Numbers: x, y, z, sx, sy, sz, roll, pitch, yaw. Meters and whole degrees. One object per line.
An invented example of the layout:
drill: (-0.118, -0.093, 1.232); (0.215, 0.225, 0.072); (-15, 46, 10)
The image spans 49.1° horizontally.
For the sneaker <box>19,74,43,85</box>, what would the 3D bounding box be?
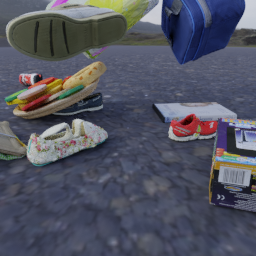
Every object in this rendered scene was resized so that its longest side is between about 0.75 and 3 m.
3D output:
sneaker: (-4.321, -2.078, 12.304); (0.932, 0.581, 1.739); (-4, 16, -9)

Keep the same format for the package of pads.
package of pads: (-0.654, -3.230, 7.373); (1.934, 2.504, 0.854); (49, 1, 26)

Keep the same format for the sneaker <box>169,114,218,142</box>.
sneaker: (1.579, -0.054, 6.489); (1.376, 0.584, 0.530); (-9, 21, -25)

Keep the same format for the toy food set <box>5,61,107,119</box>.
toy food set: (-2.112, -1.087, 8.195); (2.784, 0.677, 2.755); (-1, 30, 40)

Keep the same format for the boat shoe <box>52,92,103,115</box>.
boat shoe: (-1.516, -0.750, 8.557); (1.696, 0.524, 0.635); (-12, 25, -29)

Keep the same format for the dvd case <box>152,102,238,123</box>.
dvd case: (1.910, -0.504, 8.377); (2.146, 0.188, 1.531); (-2, 20, -6)

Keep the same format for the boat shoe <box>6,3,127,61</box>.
boat shoe: (-1.099, -1.758, 5.009); (2.211, 0.826, 0.756); (-17, 43, -35)

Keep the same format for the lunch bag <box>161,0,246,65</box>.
lunch bag: (1.846, -3.072, 7.796); (1.727, 1.773, 2.610); (-25, -16, -3)

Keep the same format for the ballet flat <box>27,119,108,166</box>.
ballet flat: (-1.142, 0.176, 5.762); (0.761, 0.643, 2.012); (15, 24, 34)

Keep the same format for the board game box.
board game box: (2.752, 0.572, 4.466); (2.690, 0.763, 2.224); (7, 18, 18)

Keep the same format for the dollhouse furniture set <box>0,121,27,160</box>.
dollhouse furniture set: (-3.514, 0.360, 5.347); (2.558, 1.284, 1.675); (21, 8, -42)
